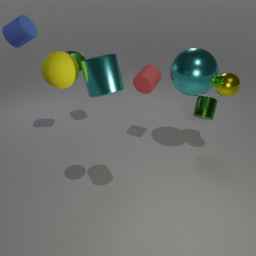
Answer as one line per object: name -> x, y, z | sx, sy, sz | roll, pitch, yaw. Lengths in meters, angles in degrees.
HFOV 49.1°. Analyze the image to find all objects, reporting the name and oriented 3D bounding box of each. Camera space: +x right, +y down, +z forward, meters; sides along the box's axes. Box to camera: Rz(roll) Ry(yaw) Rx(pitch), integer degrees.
cylinder -> -1.959, -2.416, 10.125 | 0.700, 0.700, 0.700 | -13, 25, -22
cylinder -> 0.624, -1.563, 9.002 | 0.700, 0.700, 0.700 | 15, 46, 25
cylinder -> -3.178, -2.843, 8.264 | 0.700, 0.700, 0.700 | -23, 22, 21
ball -> -1.301, -1.113, 5.397 | 0.700, 0.700, 0.700 | 0, 29, 0
ball -> 2.890, -1.251, 8.120 | 0.700, 0.700, 0.700 | 0, 29, 0
cylinder -> 2.673, -0.686, 9.704 | 0.700, 0.700, 0.700 | 15, -2, 1
cylinder -> -0.487, -1.003, 5.350 | 0.700, 0.700, 0.700 | -12, 14, 3
ball -> 1.943, -1.643, 8.264 | 1.400, 1.400, 1.400 | 0, 29, 0
